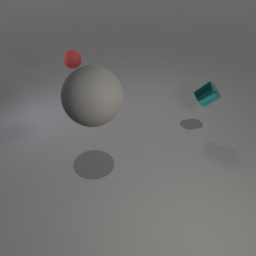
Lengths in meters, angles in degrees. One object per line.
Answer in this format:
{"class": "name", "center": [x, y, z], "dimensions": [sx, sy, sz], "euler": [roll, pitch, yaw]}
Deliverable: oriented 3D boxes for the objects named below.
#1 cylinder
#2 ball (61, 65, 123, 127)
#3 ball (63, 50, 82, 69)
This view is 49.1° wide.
{"class": "cylinder", "center": [2.842, -1.203, 10.035], "dimensions": [0.700, 0.700, 0.700], "euler": [-34, 21, 27]}
{"class": "ball", "center": [-0.815, -0.718, 6.384], "dimensions": [1.400, 1.400, 1.400], "euler": [0, 33, 0]}
{"class": "ball", "center": [-2.134, -2.642, 10.768], "dimensions": [0.700, 0.700, 0.700], "euler": [0, 33, 0]}
